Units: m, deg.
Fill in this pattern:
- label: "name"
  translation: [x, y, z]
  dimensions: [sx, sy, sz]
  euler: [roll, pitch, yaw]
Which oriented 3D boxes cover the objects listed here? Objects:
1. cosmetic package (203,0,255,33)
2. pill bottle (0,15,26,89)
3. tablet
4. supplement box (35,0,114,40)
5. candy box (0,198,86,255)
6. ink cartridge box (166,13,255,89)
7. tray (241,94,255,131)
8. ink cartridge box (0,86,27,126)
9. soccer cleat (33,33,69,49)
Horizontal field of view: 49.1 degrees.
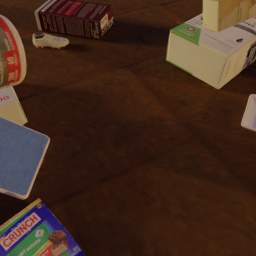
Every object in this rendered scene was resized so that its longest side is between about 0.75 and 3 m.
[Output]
- label: "cosmetic package"
  translation: [2.501, -2.903, 6.702]
  dimensions: [1.437, 0.756, 0.511]
  euler: [-28, 41, -17]
- label: "pill bottle"
  translation: [-2.556, -0.901, 3.842]
  dimensions: [1.117, 1.117, 1.961]
  euler: [35, 42, 27]
- label: "tablet"
  translation: [-3.233, 0.366, 6.161]
  dimensions: [2.703, 0.185, 1.758]
  euler: [25, 47, -18]
- label: "supplement box"
  translation: [-1.996, -4.200, 10.687]
  dimensions: [2.598, 0.791, 1.414]
  euler: [13, 49, 12]
- label: "candy box"
  translation: [-1.678, 2.196, 5.090]
  dimensions: [1.207, 0.550, 1.428]
  euler: [-37, 57, -27]
- label: "ink cartridge box"
  translation: [3.028, -2.808, 9.138]
  dimensions: [2.923, 1.232, 2.135]
  euler: [-36, 57, -28]
- label: "tray"
  translation: [4.365, -0.012, 7.259]
  dimensions: [2.644, 0.293, 1.420]
  euler: [20, 52, 17]
- label: "ink cartridge box"
  translation: [-3.865, -0.802, 7.559]
  dimensions: [1.546, 0.887, 2.128]
  euler: [-23, 52, -20]
- label: "soccer cleat"
  translation: [-2.745, -3.106, 9.915]
  dimensions: [1.255, 0.487, 0.435]
  euler: [-1, 48, -2]
